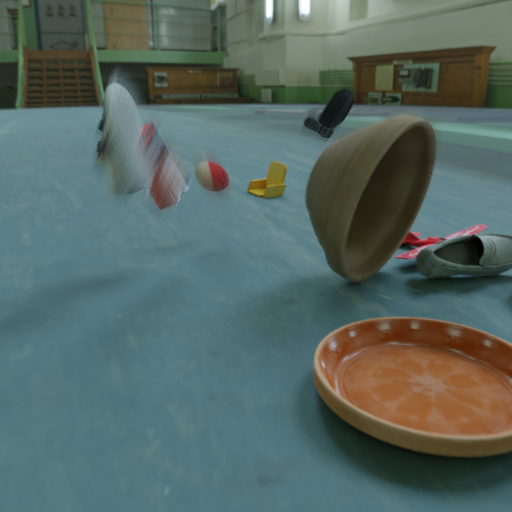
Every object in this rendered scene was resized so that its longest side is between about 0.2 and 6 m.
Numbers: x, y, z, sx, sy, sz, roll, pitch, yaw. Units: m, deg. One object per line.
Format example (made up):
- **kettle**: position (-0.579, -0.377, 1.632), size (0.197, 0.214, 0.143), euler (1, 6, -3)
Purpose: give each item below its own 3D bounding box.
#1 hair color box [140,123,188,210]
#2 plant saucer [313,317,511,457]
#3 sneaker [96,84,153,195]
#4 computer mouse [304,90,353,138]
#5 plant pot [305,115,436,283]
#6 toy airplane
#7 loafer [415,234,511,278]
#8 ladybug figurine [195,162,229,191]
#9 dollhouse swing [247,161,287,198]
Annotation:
- **hair color box**: position (-1.842, -1.648, 10.307), size (0.432, 1.410, 0.716), euler (-19, 23, 21)
- **plant saucer**: position (1.963, 1.436, 6.449), size (2.609, 0.421, 2.609), euler (0, 20, 0)
- **sneaker**: position (-2.309, -1.896, 9.267), size (0.732, 1.843, 0.723), euler (-21, -13, 27)
- **computer mouse**: position (1.622, -2.984, 11.802), size (0.797, 1.151, 0.303), euler (39, -2, 36)
- **plant pot**: position (1.773, -1.102, 9.605), size (1.331, 2.883, 2.883), euler (29, 32, 30)
- **toy airplane**: position (3.422, -0.248, 11.217), size (2.287, 0.421, 2.287), euler (-6, 23, 3)
- **loafer**: position (3.913, -0.027, 9.871), size (2.154, 0.753, 0.752), euler (-10, -18, -10)
- **ladybug figurine**: position (-0.913, -1.717, 12.112), size (0.870, 0.590, 0.313), euler (17, -11, -37)
- **dollhouse swing**: position (0.312, -2.226, 16.189), size (0.904, 0.875, 0.995), euler (-11, 23, -28)
